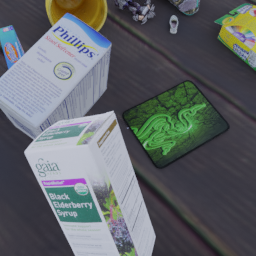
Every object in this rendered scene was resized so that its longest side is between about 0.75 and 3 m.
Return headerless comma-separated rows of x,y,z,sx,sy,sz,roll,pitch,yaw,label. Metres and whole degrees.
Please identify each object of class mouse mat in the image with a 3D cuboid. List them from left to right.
1.317,-0.201,7.754,2.453,0.092,1.974,-28,66,-13,mouse mat

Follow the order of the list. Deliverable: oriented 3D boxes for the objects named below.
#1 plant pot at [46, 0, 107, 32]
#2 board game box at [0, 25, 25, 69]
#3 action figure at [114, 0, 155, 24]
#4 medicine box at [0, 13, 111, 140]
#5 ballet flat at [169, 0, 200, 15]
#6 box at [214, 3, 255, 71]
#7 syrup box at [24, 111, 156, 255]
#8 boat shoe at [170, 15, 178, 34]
-1.751,-4.018,8.898,1.819,1.819,1.711,-19,49,-10,plant pot
-2.897,-1.540,7.656,0.442,1.493,1.963,-20,63,-11,board game box
0.280,-4.100,9.564,1.461,0.507,0.951,28,63,12,action figure
-1.395,-0.800,5.705,1.087,1.923,2.112,36,72,4,medicine box
1.435,-5.022,9.808,2.712,0.975,0.975,41,69,19,ballet flat
4.106,-2.747,8.777,1.589,0.655,2.708,-33,70,-15,box
-0.417,1.088,4.165,0.974,2.473,1.007,-8,25,22,syrup box
1.544,-3.511,9.387,0.287,0.250,0.779,8,63,4,boat shoe
